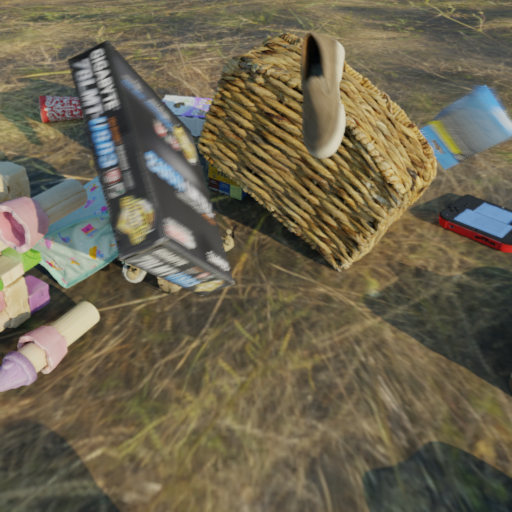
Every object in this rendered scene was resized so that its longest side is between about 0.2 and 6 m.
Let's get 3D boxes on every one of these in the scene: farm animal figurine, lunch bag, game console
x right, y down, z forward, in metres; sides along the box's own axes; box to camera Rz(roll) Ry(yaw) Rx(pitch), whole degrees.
[{"bbox_3d":[-1.335,-0.050,9.937,1.648,0.859,1.630,21,75,-2],"label":"farm animal figurine"},{"bbox_3d":[-2.757,-0.637,10.076,2.108,1.285,1.796,-26,28,24],"label":"lunch bag"},{"bbox_3d":[4.820,-0.724,11.598,1.719,0.267,1.520,29,46,33],"label":"game console"}]

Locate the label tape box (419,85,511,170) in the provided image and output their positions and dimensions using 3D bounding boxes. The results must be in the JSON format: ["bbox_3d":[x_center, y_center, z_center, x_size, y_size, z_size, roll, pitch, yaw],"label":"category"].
[{"bbox_3d":[3.600,-2.198,9.695,1.273,0.918,0.403,-28,18,45],"label":"label tape box"}]

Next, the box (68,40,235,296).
[{"bbox_3d":[-1.177,-0.900,6.947,0.623,2.509,2.491,-22,73,9],"label":"box"}]

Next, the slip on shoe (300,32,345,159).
[{"bbox_3d":[0.850,-2.225,7.675,0.677,1.782,0.540,-4,-16,45],"label":"slip on shoe"}]

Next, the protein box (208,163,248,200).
[{"bbox_3d":[-0.379,-2.215,12.671,0.881,1.306,1.297,20,41,20],"label":"protein box"}]

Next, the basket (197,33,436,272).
[{"bbox_3d":[1.453,-2.366,10.637,4.043,2.886,3.012,41,50,11],"label":"basket"}]

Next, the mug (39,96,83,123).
[{"bbox_3d":[-5.541,-4.252,15.967,1.116,0.744,0.990,-6,39,-13],"label":"mug"}]

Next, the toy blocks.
[{"bbox_3d":[-4.344,0.272,8.015,3.160,2.954,2.660,19,37,20],"label":"toy blocks"}]

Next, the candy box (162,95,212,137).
[{"bbox_3d":[-1.942,-3.905,15.589,1.653,0.591,1.387,8,37,9],"label":"candy box"}]

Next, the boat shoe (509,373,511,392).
[{"bbox_3d":[4.831,1.114,8.510,1.045,0.987,2.905,24,43,29],"label":"boat shoe"}]
